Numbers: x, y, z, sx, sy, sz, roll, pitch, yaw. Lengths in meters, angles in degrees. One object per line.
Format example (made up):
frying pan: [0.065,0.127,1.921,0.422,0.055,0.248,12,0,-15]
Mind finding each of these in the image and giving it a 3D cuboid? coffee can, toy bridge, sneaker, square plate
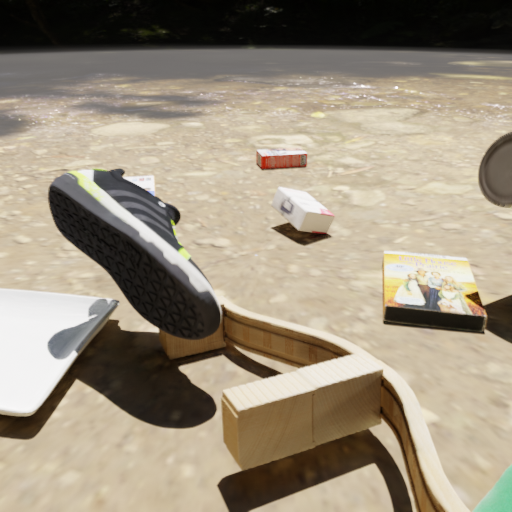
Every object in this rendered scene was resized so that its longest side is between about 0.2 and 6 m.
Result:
coffee can: [3.567,-0.959,7.010,1.266,0.927,0.927,9,18,-32]
toy bridge: [0.468,1.287,4.812,1.528,0.618,4.544,-9,18,-23]
sneaker: [-1.147,-0.260,6.098,2.714,0.973,1.124,40,46,24]
square plate: [-2.969,1.033,6.346,2.207,0.314,2.186,4,26,8]

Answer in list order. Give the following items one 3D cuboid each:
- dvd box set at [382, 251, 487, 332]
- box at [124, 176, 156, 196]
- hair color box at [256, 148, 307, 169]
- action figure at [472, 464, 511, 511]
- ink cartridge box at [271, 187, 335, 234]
dvd box set: [2.379,0.430,7.715,1.254,0.252,1.714,6,26,10]
box: [-2.557,-1.228,11.189,1.090,0.380,1.831,-5,27,-10]
hair color box: [0.621,-2.399,13.734,1.131,0.362,0.627,-5,25,-14]
action figure: [2.943,1.731,4.077,2.060,0.954,3.488,21,35,41]
ink cartridge box: [0.803,-0.795,9.793,0.674,0.393,0.931,5,28,-38]
